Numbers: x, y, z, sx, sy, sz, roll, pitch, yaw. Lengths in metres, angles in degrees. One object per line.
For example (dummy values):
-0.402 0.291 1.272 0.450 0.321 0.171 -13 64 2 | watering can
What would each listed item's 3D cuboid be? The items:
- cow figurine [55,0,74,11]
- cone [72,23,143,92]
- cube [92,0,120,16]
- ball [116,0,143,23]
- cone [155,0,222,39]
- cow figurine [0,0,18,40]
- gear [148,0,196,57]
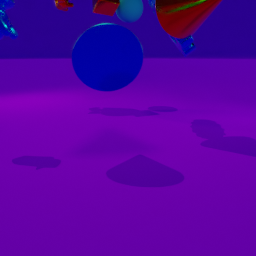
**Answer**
-2.712 -5.107 11.282 1.030 0.575 1.047 -12 3 -40 | cow figurine
-0.488 -1.727 5.978 1.393 1.393 1.398 -2 37 -9 | cone
-0.866 -4.984 10.818 0.842 0.842 0.842 1 -13 -23 | cube
0.050 -4.975 11.597 1.150 1.150 1.150 0 15 0 | ball
1.791 -3.089 6.788 1.633 1.633 1.639 -8 15 -27 | cone
-2.930 -2.407 6.135 1.143 1.125 0.627 -33 3 7 | cow figurine
1.369 -3.198 8.706 0.386 2.089 2.089 -34 10 12 | gear
